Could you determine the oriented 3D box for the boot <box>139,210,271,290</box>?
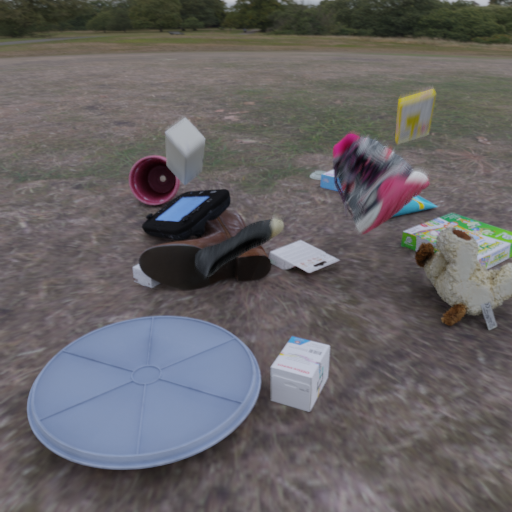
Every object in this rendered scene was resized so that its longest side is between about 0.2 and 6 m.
[{"bbox_3d":[-1.165,-0.353,10.783,2.439,0.841,2.617,5,26,-21],"label":"boot"}]

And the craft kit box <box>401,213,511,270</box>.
[{"bbox_3d":[4.127,-0.285,11.220,1.725,0.419,1.704,-20,34,-34],"label":"craft kit box"}]

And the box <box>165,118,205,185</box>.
[{"bbox_3d":[-1.362,-1.957,10.676,0.508,0.611,1.487,-41,-4,-16],"label":"box"}]

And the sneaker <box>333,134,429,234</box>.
[{"bbox_3d":[1.827,-1.291,9.309,1.303,1.206,3.231,-38,11,9],"label":"sneaker"}]

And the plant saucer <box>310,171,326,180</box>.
[{"bbox_3d":[1.792,-2.257,15.596,0.596,0.150,0.596,1,26,0],"label":"plant saucer"}]

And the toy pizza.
[{"bbox_3d":[-1.357,1.663,7.047,2.835,0.449,2.835,-1,26,1],"label":"toy pizza"}]

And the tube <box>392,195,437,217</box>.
[{"bbox_3d":[3.374,-1.166,13.072,1.811,0.456,0.701,-12,41,-32],"label":"tube"}]

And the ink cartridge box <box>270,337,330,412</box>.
[{"bbox_3d":[0.571,1.511,7.237,0.551,0.549,0.752,11,28,22],"label":"ink cartridge box"}]

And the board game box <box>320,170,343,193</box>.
[{"bbox_3d":[2.789,-2.089,14.979,1.387,0.366,1.813,20,32,36],"label":"board game box"}]

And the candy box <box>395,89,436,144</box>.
[{"bbox_3d":[2.992,-2.613,10.607,0.660,1.290,0.170,-18,66,3],"label":"candy box"}]

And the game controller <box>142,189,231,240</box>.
[{"bbox_3d":[-1.434,-0.860,11.179,1.334,0.538,2.557,-50,25,-16],"label":"game controller"}]

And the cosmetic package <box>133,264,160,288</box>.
[{"bbox_3d":[-1.768,0.221,10.201,0.458,0.334,0.901,15,28,28],"label":"cosmetic package"}]

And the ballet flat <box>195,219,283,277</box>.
[{"bbox_3d":[-0.241,-0.133,9.321,1.634,0.543,0.464,-27,59,-9],"label":"ballet flat"}]

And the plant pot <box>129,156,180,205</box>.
[{"bbox_3d":[-2.420,-1.866,13.780,1.191,1.191,1.066,1,10,2],"label":"plant pot"}]

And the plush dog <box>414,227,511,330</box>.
[{"bbox_3d":[3.358,0.379,9.218,1.728,1.386,1.484,29,11,-4],"label":"plush dog"}]

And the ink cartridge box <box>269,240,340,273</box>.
[{"bbox_3d":[0.904,0.092,10.605,0.856,0.266,1.064,-20,37,-36],"label":"ink cartridge box"}]
